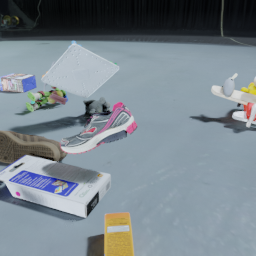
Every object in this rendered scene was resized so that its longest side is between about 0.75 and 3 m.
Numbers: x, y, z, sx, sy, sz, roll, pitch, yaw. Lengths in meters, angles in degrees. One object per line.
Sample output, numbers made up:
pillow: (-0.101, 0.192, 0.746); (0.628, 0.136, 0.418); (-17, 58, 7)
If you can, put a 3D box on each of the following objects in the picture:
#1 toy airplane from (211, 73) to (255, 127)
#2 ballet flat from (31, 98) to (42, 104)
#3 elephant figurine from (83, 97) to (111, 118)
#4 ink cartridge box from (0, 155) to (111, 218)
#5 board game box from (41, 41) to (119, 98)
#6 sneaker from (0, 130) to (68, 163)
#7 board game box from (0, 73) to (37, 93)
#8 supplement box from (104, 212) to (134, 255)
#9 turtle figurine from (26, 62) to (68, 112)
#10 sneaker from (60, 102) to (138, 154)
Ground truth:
toy airplane: (4.637, -1.115, 10.210); (2.420, 1.708, 2.410); (-4, 31, -24)
ballet flat: (-3.926, -1.386, 12.570); (0.398, 0.416, 1.182); (11, 25, 25)
elephant figurine: (-1.357, -0.719, 10.700); (1.274, 0.988, 0.901); (6, 65, 40)
ink cartridge box: (-1.711, 1.227, 6.339); (2.434, 0.451, 1.152); (11, 26, 19)
board game box: (-1.626, -1.912, 9.590); (1.949, 1.949, 0.252); (18, 47, -42)
sneaker: (-2.789, 0.563, 7.743); (2.370, 0.835, 0.895); (13, 9, 17)
board game box: (-5.691, -2.348, 14.497); (1.416, 0.686, 1.129); (8, 24, 17)
supplement box: (-0.148, 1.994, 4.454); (0.493, 0.477, 1.434); (-2, 22, -5)
turtle figurine: (-3.577, -1.553, 11.810); (1.300, 1.806, 1.752); (-17, 14, 42)
sneaker: (-0.728, 0.025, 6.272); (1.886, 0.704, 0.760); (-22, 12, 19)
